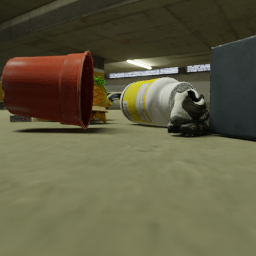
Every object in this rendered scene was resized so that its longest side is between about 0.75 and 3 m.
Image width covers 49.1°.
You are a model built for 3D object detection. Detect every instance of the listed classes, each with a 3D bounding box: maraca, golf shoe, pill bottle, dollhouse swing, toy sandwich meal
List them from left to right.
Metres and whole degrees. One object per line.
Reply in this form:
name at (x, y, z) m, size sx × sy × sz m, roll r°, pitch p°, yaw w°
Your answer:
dollhouse swing at (-2.665, -1.784, 11.929) m, size 2.698 × 2.610 × 2.968 m, roll -20°, pitch -5°, yaw 24°
toy sandwich meal at (-1.511, -0.416, 9.668) m, size 1.779 × 0.609 × 1.779 m, roll 1°, pitch 0°, yaw 0°
maraca at (-1.080, -1.303, 9.840) m, size 0.728 × 1.061 × 0.568 m, roll 5°, pitch 29°, yaw 10°
pill bottle at (0.907, -0.772, 8.501) m, size 1.425 × 1.425 × 2.560 m, roll -2°, pitch 6°, yaw -28°
golf shoe at (1.558, -0.358, 6.184) m, size 0.798 × 0.970 × 2.053 m, roll 1°, pitch 3°, yaw 30°

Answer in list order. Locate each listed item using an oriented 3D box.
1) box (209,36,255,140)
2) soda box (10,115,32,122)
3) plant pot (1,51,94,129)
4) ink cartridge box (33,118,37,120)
box at (3.522, -0.679, 4.884) m, size 2.917 × 1.839 × 2.967 m, roll -4°, pitch 6°, yaw -23°
soda box at (-4.083, -0.365, 10.659) m, size 0.782 × 0.267 × 0.248 m, roll -2°, pitch 5°, yaw -24°
plant pot at (-1.946, -0.988, 7.059) m, size 1.900 × 1.954 × 1.954 m, roll 3°, pitch 5°, yaw 1°
ink cartridge box at (-3.561, -0.528, 12.072) m, size 0.636 × 0.371 × 0.879 m, roll 2°, pitch 5°, yaw 23°
